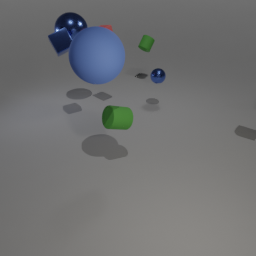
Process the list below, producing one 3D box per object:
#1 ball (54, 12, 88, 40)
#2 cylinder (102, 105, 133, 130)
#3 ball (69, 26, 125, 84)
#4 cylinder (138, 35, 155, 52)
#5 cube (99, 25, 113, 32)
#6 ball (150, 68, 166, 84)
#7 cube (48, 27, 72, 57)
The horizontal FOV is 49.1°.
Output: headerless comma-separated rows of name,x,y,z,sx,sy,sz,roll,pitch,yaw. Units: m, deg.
ball,-2.360,-4.082,11.694,1.400,1.400,1.400,0,29,0
cylinder,-0.317,-0.305,8.420,0.700,0.700,0.700,3,23,-37
ball,-0.773,-1.798,7.004,1.400,1.400,1.400,0,29,0
cylinder,1.016,-4.655,15.446,0.700,0.700,0.700,26,1,-1
cube,-1.066,-3.804,11.589,0.700,0.700,0.700,-35,35,-29
ball,1.360,-2.354,12.690,0.700,0.700,0.700,0,29,0
cube,-2.418,-3.119,10.202,0.700,0.700,0.700,-30,11,-8
